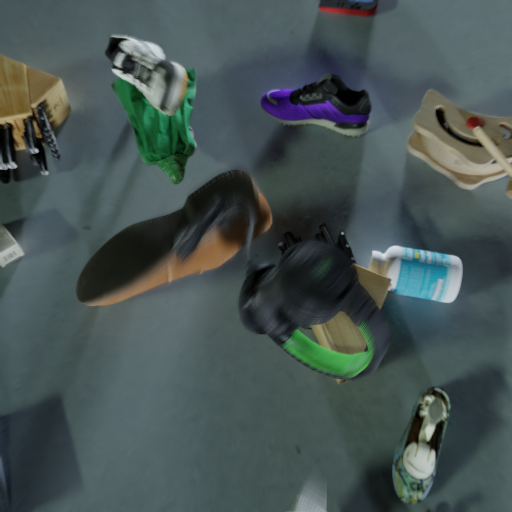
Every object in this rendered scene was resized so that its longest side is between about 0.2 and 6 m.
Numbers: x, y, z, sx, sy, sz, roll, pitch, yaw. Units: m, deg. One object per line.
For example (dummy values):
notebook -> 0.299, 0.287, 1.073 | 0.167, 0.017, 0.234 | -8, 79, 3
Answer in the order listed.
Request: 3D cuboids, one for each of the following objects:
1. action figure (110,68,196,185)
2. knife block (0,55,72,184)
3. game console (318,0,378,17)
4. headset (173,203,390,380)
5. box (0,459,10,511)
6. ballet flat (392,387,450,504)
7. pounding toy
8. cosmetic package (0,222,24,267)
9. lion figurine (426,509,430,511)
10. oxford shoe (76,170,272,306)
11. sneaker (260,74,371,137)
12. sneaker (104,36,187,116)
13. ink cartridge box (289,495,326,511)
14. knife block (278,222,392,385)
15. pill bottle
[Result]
action figure -> -1.792, -2.516, 10.881 | 1.781, 0.824, 3.015 | -15, 52, -2
knife block -> -4.961, -2.652, 10.993 | 2.753, 0.881, 2.416 | 25, 60, 14
game console -> 2.344, -6.505, 13.824 | 1.396, 0.245, 1.579 | 12, 58, 7
headset -> 0.335, 0.586, 7.210 | 3.014, 1.861, 1.416 | 48, 56, -8
box -> -4.478, 3.230, 7.584 | 1.939, 0.399, 1.512 | -20, 60, -11
ballet flat -> 2.339, 2.590, 7.882 | 0.628, 0.628, 1.692 | 17, 60, 11
pounding toy -> 4.186, -2.307, 10.392 | 1.539, 1.544, 2.691 | -40, 66, -18
cosmetic package -> -4.519, -0.274, 9.803 | 0.448, 0.378, 0.867 | -35, 65, -20
lion figurine -> 2.081, 3.937, 7.172 | 0.768, 0.455, 1.254 | -11, 44, 2
oxford shoe -> -1.303, 0.013, 9.006 | 3.489, 1.244, 1.244 | -26, 52, 13
sneaker -> 1.218, -3.176, 11.190 | 2.262, 1.125, 0.786 | 11, 59, 6
sneaker -> -2.135, -3.385, 10.409 | 1.107, 0.955, 2.526 | 10, 26, -36
ink cartridge box -> 0.718, 3.528, 7.185 | 0.739, 0.185, 0.599 | 33, 69, 1
knife block -> 1.011, 0.608, 9.034 | 2.041, 0.744, 2.325 | 21, 61, 14
pill bottle -> 2.571, 0.277, 9.212 | 1.414, 0.784, 0.784 | 10, 58, 6
